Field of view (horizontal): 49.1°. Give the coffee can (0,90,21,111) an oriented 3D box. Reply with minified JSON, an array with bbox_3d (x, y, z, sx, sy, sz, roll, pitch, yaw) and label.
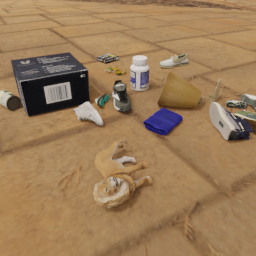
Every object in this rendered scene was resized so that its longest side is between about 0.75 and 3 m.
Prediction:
[{"bbox_3d":[-5.396,-1.258,12.660,0.947,0.693,0.693,26,40,34],"label":"coffee can"}]

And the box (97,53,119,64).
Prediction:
[{"bbox_3d":[-1.294,-4.510,18.160,1.133,0.278,0.913,-26,38,-34],"label":"box"}]

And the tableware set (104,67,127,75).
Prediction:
[{"bbox_3d":[-0.705,-3.315,16.398,1.282,0.197,0.864,11,31,19],"label":"tableware set"}]

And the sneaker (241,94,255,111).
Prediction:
[{"bbox_3d":[5.866,-1.145,12.614,0.650,0.571,1.623,-8,33,-18],"label":"sneaker"}]

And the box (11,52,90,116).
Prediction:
[{"bbox_3d":[-3.637,-2.187,13.127,2.910,1.737,2.959,-15,35,-22],"label":"box"}]

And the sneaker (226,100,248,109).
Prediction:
[{"bbox_3d":[4.972,-1.131,12.787,0.930,0.361,0.401,9,30,14],"label":"sneaker"}]

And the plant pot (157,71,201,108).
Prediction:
[{"bbox_3d":[2.353,-1.543,12.549,1.683,1.568,1.568,19,35,5],"label":"plant pot"}]

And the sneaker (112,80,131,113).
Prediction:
[{"bbox_3d":[-0.335,-1.539,12.802,0.744,1.013,2.240,-7,33,-9],"label":"sneaker"}]

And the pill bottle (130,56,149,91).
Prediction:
[{"bbox_3d":[0.598,-2.779,14.193,0.961,1.605,0.961,0,32,0],"label":"pill bottle"}]

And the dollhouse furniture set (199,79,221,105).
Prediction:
[{"bbox_3d":[3.573,-1.765,13.175,1.218,0.992,1.158,16,36,23],"label":"dollhouse furniture set"}]

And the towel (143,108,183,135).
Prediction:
[{"bbox_3d":[1.448,-0.250,11.441,1.110,0.372,1.503,27,41,25],"label":"towel"}]

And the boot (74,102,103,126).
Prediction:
[{"bbox_3d":[-1.673,-0.462,11.645,0.800,0.616,1.675,-29,40,-14],"label":"boot"}]

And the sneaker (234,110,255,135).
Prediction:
[{"bbox_3d":[5.072,-0.255,11.117,0.844,0.631,1.881,-25,37,-27],"label":"sneaker"}]

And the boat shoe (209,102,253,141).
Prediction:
[{"bbox_3d":[4.056,-0.264,11.142,1.019,0.820,2.197,2,39,-10],"label":"boat shoe"}]

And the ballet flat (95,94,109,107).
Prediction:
[{"bbox_3d":[-1.245,-1.254,12.975,0.431,0.429,1.261,0,21,17],"label":"ballet flat"}]

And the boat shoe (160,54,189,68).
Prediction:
[{"bbox_3d":[2.840,-4.165,17.241,1.969,0.673,0.736,-14,35,-21],"label":"boat shoe"}]

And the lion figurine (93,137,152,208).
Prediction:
[{"bbox_3d":[-0.431,1.298,8.586,1.764,1.043,2.880,-19,22,-14],"label":"lion figurine"}]
